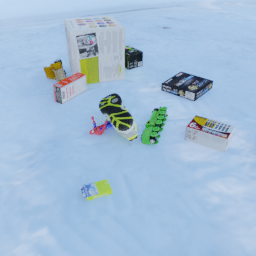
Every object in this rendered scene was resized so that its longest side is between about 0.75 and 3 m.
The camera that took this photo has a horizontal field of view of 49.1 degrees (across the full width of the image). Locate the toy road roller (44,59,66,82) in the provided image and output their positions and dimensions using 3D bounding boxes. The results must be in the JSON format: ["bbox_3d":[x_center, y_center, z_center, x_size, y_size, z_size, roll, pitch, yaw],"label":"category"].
[{"bbox_3d":[-4.037,-3.074,15.408,1.081,0.910,1.481,-18,31,-5],"label":"toy road roller"}]

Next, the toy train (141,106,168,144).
[{"bbox_3d":[1.107,-0.157,11.451,0.706,0.522,2.504,1,33,19],"label":"toy train"}]

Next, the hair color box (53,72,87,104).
[{"bbox_3d":[-2.815,-1.977,13.727,0.549,0.911,1.794,22,39,25],"label":"hair color box"}]

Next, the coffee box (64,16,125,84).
[{"bbox_3d":[-1.832,-4.354,15.462,2.835,2.866,2.862,-9,35,-13],"label":"coffee box"}]

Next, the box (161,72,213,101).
[{"bbox_3d":[3.061,-2.203,14.462,1.964,0.492,1.979,26,41,31],"label":"box"}]

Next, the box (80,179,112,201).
[{"bbox_3d":[-0.982,1.908,8.629,0.893,0.213,0.545,-13,36,-18],"label":"box"}]

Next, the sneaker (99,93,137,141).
[{"bbox_3d":[-0.421,-0.447,11.373,1.033,1.047,2.740,-27,41,0],"label":"sneaker"}]

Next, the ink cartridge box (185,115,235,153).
[{"bbox_3d":[3.222,0.106,10.880,1.581,0.663,1.388,19,38,26],"label":"ink cartridge box"}]

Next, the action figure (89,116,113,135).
[{"bbox_3d":[-0.889,-0.279,11.364,1.686,0.835,0.550,-30,44,-33],"label":"action figure"}]

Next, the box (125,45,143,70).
[{"bbox_3d":[0.043,-4.354,17.211,1.114,0.932,1.500,-23,42,-30],"label":"box"}]
